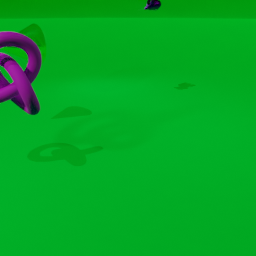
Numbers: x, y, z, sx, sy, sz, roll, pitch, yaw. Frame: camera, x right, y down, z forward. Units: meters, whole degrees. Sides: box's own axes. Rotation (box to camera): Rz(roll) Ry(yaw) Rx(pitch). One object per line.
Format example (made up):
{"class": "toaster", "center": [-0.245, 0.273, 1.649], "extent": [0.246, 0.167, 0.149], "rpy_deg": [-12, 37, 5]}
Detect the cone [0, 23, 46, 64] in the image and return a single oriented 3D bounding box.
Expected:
{"class": "cone", "center": [-3.219, -2.386, 8.110], "extent": [1.221, 1.216, 1.216], "rpy_deg": [-18, 29, -41]}

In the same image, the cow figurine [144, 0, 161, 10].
{"class": "cow figurine", "center": [0.905, -5.076, 10.537], "extent": [1.184, 1.203, 0.660], "rpy_deg": [-40, 11, -21]}

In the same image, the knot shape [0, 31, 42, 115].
{"class": "knot shape", "center": [-2.419, -1.151, 5.711], "extent": [1.745, 1.633, 0.806], "rpy_deg": [26, 26, 3]}
